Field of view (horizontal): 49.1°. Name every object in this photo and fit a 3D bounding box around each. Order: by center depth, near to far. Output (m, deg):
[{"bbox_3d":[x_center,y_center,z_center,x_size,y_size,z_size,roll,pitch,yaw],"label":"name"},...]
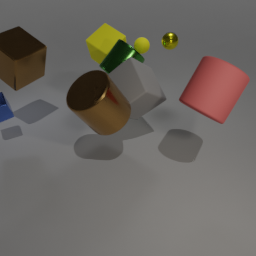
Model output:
[{"bbox_3d":[2.353,-1.041,7.748,1.400,1.400,1.400,28,8,-4],"label":"cylinder"},{"bbox_3d":[-0.819,-0.704,8.112,1.400,1.400,1.400,-15,54,22],"label":"cylinder"},{"bbox_3d":[0.189,-1.284,9.516,1.400,1.400,1.400,10,52,-55],"label":"cube"},{"bbox_3d":[-4.531,-0.692,9.810,0.700,0.700,0.700,-25,57,-14],"label":"cube"},{"bbox_3d":[-3.913,-2.463,9.917,1.400,1.400,1.400,37,49,10],"label":"cube"},{"bbox_3d":[1.732,-3.585,11.557,0.700,0.700,0.700,0,33,0],"label":"ball"},{"bbox_3d":[-0.251,-2.725,11.730,1.400,1.400,1.400,37,7,-5],"label":"cylinder"},{"bbox_3d":[0.610,-3.655,12.430,0.700,0.700,0.700,0,33,0],"label":"ball"},{"bbox_3d":[-1.009,-3.982,13.875,1.400,1.400,1.400,38,74,19],"label":"cube"}]
